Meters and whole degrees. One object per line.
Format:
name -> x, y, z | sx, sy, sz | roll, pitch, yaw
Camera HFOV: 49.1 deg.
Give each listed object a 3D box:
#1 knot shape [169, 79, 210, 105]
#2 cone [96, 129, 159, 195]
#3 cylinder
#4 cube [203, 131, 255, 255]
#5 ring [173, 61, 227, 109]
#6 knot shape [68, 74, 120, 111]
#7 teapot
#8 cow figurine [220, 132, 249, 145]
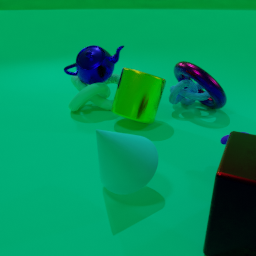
knot shape -> 1.871, -1.059, 8.366 | 1.265, 0.625, 1.352 | -6, -3, 14
cone -> -0.228, 0.325, 4.458 | 1.122, 1.126, 1.122 | -15, 52, 20
cylinder -> 0.272, -0.850, 7.364 | 1.192, 1.192, 1.192 | 16, 9, -3
cube -> 1.848, 0.980, 3.703 | 1.312, 1.312, 1.312 | 12, 27, 23
ring -> 2.103, -1.249, 8.271 | 0.375, 1.876, 1.876 | -48, 35, -1
knot shape -> -1.064, -1.061, 8.545 | 2.003, 0.926, 1.874 | 12, 28, 24
teapot -> -0.960, -1.929, 8.238 | 1.923, 0.941, 1.196 | -17, 64, 5
cow figurine -> 2.298, 0.420, 5.099 | 1.080, 0.602, 1.098 | -21, 29, 25
